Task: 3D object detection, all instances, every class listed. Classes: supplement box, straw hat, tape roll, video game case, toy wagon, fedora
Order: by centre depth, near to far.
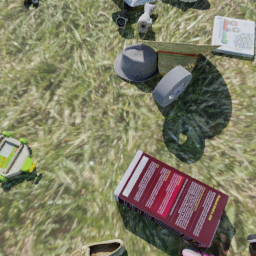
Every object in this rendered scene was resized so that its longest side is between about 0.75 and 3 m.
[{"bbox_3d":[1.182,1.986,7.947,2.821,0.859,1.535,27,67,13],"label":"supplement box"},{"bbox_3d":[1.365,-1.278,8.679,1.325,1.325,0.438,-40,75,-17],"label":"tape roll"},{"bbox_3d":[-3.648,0.957,8.716,1.810,0.358,1.404,21,67,9],"label":"toy wagon"},{"bbox_3d":[1.693,-2.314,9.687,2.946,2.946,1.247,4,106,2],"label":"straw hat"},{"bbox_3d":[0.355,-2.482,10.080,1.747,0.789,1.545,18,66,8],"label":"fedora"},{"bbox_3d":[4.106,-3.586,10.916,1.571,0.205,1.726,11,65,5],"label":"video game case"}]

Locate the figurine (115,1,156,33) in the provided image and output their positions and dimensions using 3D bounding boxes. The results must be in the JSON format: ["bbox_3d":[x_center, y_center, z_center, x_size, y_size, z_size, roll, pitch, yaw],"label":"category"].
[{"bbox_3d":[0.361,-4.592,11.216,1.431,0.616,1.396,14,62,5],"label":"figurine"}]

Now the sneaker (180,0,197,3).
[{"bbox_3d":[2.138,-5.992,11.584,2.415,1.025,0.930,17,66,8],"label":"sneaker"}]

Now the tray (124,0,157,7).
[{"bbox_3d":[-0.110,-6.185,11.865,1.514,0.313,2.820,-27,67,-30],"label":"tray"}]

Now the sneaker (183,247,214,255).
[{"bbox_3d":[2.375,3.961,7.156,2.264,0.895,1.080,19,83,12],"label":"sneaker"}]

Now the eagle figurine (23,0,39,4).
[{"bbox_3d":[-4.062,-5.563,11.754,0.592,0.589,0.780,11,95,48],"label":"eagle figurine"}]

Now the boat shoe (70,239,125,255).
[{"bbox_3d":[-0.873,3.316,7.477,1.585,0.497,0.581,-19,61,-4],"label":"boat shoe"}]

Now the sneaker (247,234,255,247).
[{"bbox_3d":[4.300,3.425,7.300,2.297,0.824,0.951,14,66,7],"label":"sneaker"}]
